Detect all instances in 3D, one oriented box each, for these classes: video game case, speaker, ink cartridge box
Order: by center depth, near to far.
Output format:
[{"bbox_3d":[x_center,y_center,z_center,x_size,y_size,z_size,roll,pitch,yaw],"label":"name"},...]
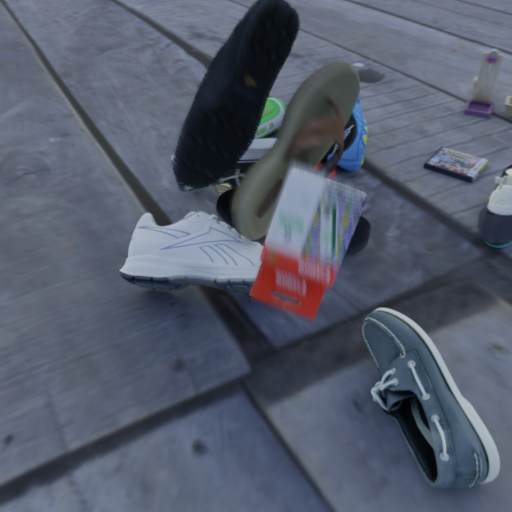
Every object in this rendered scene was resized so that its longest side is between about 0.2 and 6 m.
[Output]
[{"bbox_3d":[0.547,-0.091,6.373,0.885,1.625,0.409,20,14,2],"label":"ink cartridge box"},{"bbox_3d":[4.354,-2.003,12.202,1.086,0.139,0.982,25,45,28],"label":"video game case"},{"bbox_3d":[-0.116,-3.020,12.943,0.851,0.851,1.923,27,46,30],"label":"speaker"}]

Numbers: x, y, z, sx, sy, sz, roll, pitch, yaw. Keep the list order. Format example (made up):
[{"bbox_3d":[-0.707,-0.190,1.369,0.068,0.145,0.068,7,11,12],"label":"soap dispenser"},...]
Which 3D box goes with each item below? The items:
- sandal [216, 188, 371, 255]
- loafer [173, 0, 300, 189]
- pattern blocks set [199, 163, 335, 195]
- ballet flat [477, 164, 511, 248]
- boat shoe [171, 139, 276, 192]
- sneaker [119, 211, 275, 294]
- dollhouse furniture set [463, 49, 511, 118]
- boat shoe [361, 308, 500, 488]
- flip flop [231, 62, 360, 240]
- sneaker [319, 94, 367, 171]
[{"bbox_3d":[0.657,-0.833,10.102,2.884,0.617,1.096,13,48,17],"label":"sandal"},{"bbox_3d":[-0.366,-2.525,8.853,1.067,3.144,1.104,25,12,-21],"label":"loafer"},{"bbox_3d":[0.049,-1.537,11.411,2.609,0.211,2.293,23,51,22],"label":"pattern blocks set"},{"bbox_3d":[4.695,-1.075,10.481,0.859,0.859,2.352,21,43,24],"label":"ballet flat"},{"bbox_3d":[-0.326,-1.592,10.222,2.441,0.834,0.901,-8,21,7],"label":"boat shoe"},{"bbox_3d":[-0.628,-0.082,8.661,2.930,1.092,1.276,4,76,2],"label":"sneaker"},{"bbox_3d":[6.635,-4.456,14.154,2.186,1.552,1.732,17,41,20],"label":"dollhouse furniture set"},{"bbox_3d":[1.892,1.661,6.953,0.798,0.940,2.583,-10,44,-19],"label":"boat shoe"},{"bbox_3d":[0.765,-1.516,8.441,0.896,1.262,3.112,23,72,38],"label":"flip flop"},{"bbox_3d":[1.552,-3.215,12.801,1.495,1.279,3.609,4,41,-6],"label":"sneaker"}]
